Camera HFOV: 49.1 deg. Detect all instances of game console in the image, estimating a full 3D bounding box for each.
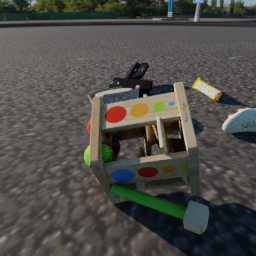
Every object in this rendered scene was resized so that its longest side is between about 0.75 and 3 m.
[{"bbox_3d":[0.365,-2.264,12.638,1.750,0.358,2.967,8,38,15],"label":"game console"}]

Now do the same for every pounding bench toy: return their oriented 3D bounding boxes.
[{"bbox_3d":[0.251,0.691,4.996,1.925,1.533,2.468,-9,49,8],"label":"pounding bench toy"}]

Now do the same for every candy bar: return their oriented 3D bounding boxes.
[{"bbox_3d":[3.315,-1.615,11.735,0.232,0.521,2.089,26,15,-24],"label":"candy bar"}]

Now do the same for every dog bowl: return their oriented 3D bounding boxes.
[{"bbox_3d":[-0.479,-1.107,10.097,1.896,0.556,1.896,-8,14,2],"label":"dog bowl"}]

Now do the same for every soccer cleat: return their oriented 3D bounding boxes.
[{"bbox_3d":[3.815,-0.200,8.350,2.139,0.741,0.830,-14,50,-20],"label":"soccer cleat"}]
